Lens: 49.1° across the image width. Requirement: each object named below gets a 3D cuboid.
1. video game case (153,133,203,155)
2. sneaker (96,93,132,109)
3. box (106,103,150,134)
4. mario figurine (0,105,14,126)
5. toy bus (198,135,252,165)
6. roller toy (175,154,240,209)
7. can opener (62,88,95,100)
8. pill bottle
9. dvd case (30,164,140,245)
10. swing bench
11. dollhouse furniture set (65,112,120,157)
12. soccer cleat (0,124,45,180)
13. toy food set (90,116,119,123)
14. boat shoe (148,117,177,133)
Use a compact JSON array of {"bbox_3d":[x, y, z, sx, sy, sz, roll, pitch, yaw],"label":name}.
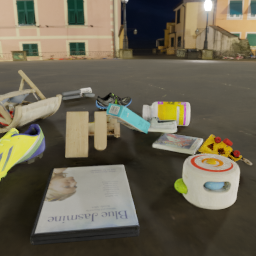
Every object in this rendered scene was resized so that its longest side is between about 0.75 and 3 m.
[{"bbox_3d":[1.683,0.493,9.348,1.378,0.158,1.256,8,19,25],"label":"video game case"},{"bbox_3d":[-0.692,-1.417,14.295,1.910,0.791,0.677,-7,20,-20],"label":"sneaker"},{"bbox_3d":[0.038,-0.316,10.033,0.716,0.428,1.741,15,-9,39],"label":"box"},{"bbox_3d":[-5.178,-0.592,11.649,0.774,0.901,1.460,5,10,-27],"label":"mario figurine"},{"bbox_3d":[2.551,0.753,7.725,0.635,1.159,1.228,-50,32,-7],"label":"toy bus"},{"bbox_3d":[1.817,1.101,6.186,1.309,0.915,1.194,-17,24,-42],"label":"roller toy"},{"bbox_3d":[-2.946,-2.039,16.694,1.994,0.525,0.663,-13,22,-34],"label":"can opener"},{"bbox_3d":[1.542,-0.582,11.385,1.859,0.969,0.969,1,18,5],"label":"pill bottle"},{"bbox_3d":[-0.890,1.486,6.103,1.905,0.234,2.670,-2,18,-7],"label":"dvd case"},{"bbox_3d":[-4.545,-0.993,11.428,2.498,1.621,2.485,32,26,14],"label":"swing bench"},{"bbox_3d":[-1.093,0.417,9.343,1.660,1.422,1.745,-1,-17,-3],"label":"dollhouse furniture set"},{"bbox_3d":[-3.238,0.620,7.318,0.880,1.139,2.723,7,19,22],"label":"soccer cleat"},{"bbox_3d":[-1.116,-0.244,11.268,1.298,0.392,0.931,-13,22,-35],"label":"toy food set"},{"bbox_3d":[1.112,-0.176,10.784,1.562,0.556,0.545,5,18,15],"label":"boat shoe"}]
